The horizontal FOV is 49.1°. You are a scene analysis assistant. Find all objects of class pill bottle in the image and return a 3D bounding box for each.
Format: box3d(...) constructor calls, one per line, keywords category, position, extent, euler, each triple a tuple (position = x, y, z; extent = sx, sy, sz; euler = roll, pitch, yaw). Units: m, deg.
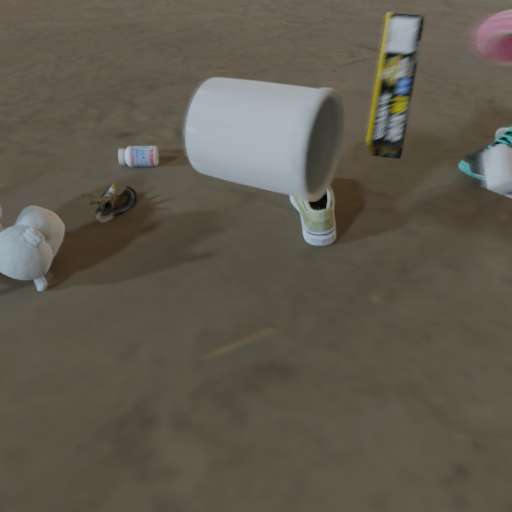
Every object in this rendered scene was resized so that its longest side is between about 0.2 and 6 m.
box3d(category="pill bottle", position=(-2.782, -2.353, 13.257), extent=(0.888, 0.483, 0.483), euler=(-2, 35, -3))

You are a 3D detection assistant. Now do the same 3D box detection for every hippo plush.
box3d(category="hippo plush", position=(-4.334, -0.400, 9.261), extent=(1.954, 1.936, 2.431), euler=(4, 35, 7))

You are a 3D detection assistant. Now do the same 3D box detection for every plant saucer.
box3d(category="plant saucer", position=(3.952, -3.289, 8.593), extent=(1.076, 1.076, 0.273), euler=(7, 69, 10))

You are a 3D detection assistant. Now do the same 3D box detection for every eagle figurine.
box3d(category="eagle figurine", position=(-2.993, -1.157, 11.590), extent=(0.751, 0.747, 0.990), euler=(51, 12, 2))

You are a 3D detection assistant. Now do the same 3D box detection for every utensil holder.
box3d(category="utensil holder", position=(0.149, -1.874, 8.727), extent=(1.992, 1.692, 1.692), euler=(16, 38, 23))

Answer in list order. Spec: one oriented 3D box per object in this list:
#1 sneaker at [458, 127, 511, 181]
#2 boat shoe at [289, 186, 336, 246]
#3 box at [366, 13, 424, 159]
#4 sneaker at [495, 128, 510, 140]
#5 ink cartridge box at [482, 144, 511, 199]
box3d(category="sneaker", position=(5.860, -2.533, 12.821), extent=(2.806, 1.280, 1.089), euler=(-16, 38, -20))
box3d(category="boat shoe", position=(1.216, -1.207, 11.364), extent=(0.927, 0.798, 2.574), euler=(-3, 36, -4))
box3d(category="box", position=(2.185, -2.537, 8.857), extent=(0.565, 1.828, 2.290), euler=(8, 8, 13))
box3d(category="sneaker", position=(6.689, -2.916, 14.015), extent=(1.378, 0.541, 0.547), euler=(22, 44, 10))
box3d(category="ink cartridge box", position=(3.988, -1.284, 8.758), extent=(0.883, 0.368, 0.641), euler=(12, 66, -30))
